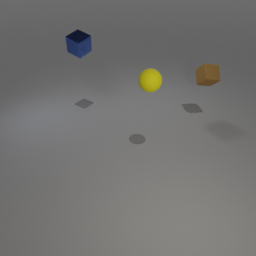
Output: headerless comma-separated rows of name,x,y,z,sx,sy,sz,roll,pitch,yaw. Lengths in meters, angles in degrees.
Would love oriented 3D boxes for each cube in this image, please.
cube,-1.896,-3.254,10.831,0.700,0.700,0.700,31,54,21
cube,3.319,-2.206,11.666,0.700,0.700,0.700,2,-12,-21

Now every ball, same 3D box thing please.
ball,0.659,-1.415,8.342,0.700,0.700,0.700,0,31,0
